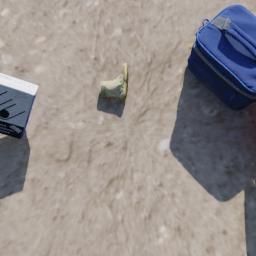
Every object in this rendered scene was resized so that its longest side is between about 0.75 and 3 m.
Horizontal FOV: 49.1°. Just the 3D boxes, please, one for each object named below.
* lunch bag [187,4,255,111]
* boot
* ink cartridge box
[{"bbox_3d":[2.833,-1.916,7.320,1.725,1.680,2.539,-42,79,-10],"label":"lunch bag"},{"bbox_3d":[-0.377,-1.318,7.793,0.766,0.359,0.986,4,90,9],"label":"boot"},{"bbox_3d":[-3.812,-0.807,6.724,2.908,0.643,1.367,18,116,-17],"label":"ink cartridge box"}]
